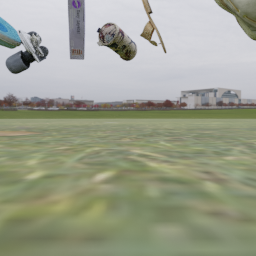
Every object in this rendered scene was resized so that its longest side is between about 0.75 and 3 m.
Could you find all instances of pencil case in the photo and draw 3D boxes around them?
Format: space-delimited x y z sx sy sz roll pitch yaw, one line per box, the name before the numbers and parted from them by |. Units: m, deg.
pencil case | -0.261 -2.344 7.795 0.687 0.598 1.537 -32 -17 18

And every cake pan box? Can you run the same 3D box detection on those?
cake pan box | -1.132 -2.441 6.281 0.370 1.416 1.304 -1 41 -10

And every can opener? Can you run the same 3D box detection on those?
can opener | -2.316 -1.850 6.537 0.896 0.709 2.695 -28 21 -1

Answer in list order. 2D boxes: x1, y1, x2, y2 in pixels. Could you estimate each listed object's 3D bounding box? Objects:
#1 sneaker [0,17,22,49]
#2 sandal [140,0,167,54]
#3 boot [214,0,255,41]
sneaker | -3.819 -2.193 6.677 2.189 1.429 0.871 23 31 -36
sandal | 0.661 -3.276 9.276 0.642 1.953 0.716 -20 4 15
boot | 3.050 -3.412 6.820 0.836 2.319 1.794 -40 -2 -8
